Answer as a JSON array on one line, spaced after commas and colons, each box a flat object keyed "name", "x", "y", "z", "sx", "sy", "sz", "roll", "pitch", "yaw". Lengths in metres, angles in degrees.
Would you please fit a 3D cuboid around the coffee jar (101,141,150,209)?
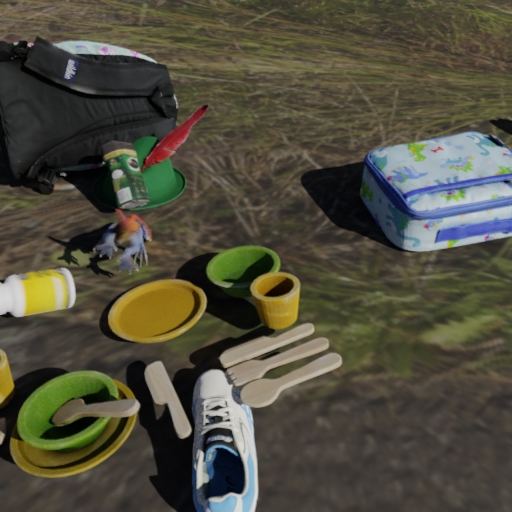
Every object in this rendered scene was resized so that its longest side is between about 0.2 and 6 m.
[{"name": "coffee jar", "x": -2.510, "y": -1.562, "z": 10.720, "sx": 0.541, "sy": 1.269, "sz": 0.662, "roll": -18, "pitch": -4, "yaw": 24}]

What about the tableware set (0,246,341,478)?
[{"name": "tableware set", "x": -1.545, "y": 1.134, "z": 7.685, "sx": 4.865, "sy": 0.747, "sz": 3.277, "roll": -19, "pitch": 33, "yaw": -16}]

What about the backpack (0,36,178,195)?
[{"name": "backpack", "x": -3.583, "y": -3.278, "z": 11.900, "sx": 3.663, "sy": 3.057, "sz": 2.319, "roll": -15, "pitch": 37, "yaw": -26}]

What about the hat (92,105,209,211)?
[{"name": "hat", "x": -2.293, "y": -2.221, "z": 11.185, "sx": 2.210, "sy": 1.946, "sz": 1.831, "roll": -20, "pitch": 45, "yaw": -24}]

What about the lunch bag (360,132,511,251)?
[{"name": "lunch bag", "x": 3.675, "y": -1.235, "z": 10.597, "sx": 2.965, "sy": 1.222, "sz": 2.383, "roll": -9, "pitch": 43, "yaw": -10}]

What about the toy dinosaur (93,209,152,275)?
[{"name": "toy dinosaur", "x": -2.054, "y": -0.385, "z": 9.447, "sx": 0.918, "sy": 1.749, "sz": 1.587, "roll": 29, "pitch": 36, "yaw": -13}]

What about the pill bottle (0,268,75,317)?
[{"name": "pill bottle", "x": -3.432, "y": 0.576, "z": 8.537, "sx": 1.159, "sy": 0.645, "sz": 0.645, "roll": -10, "pitch": 37, "yaw": -36}]

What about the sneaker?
[{"name": "sneaker", "x": -0.397, "y": 2.161, "z": 6.686, "sx": 0.792, "sy": 0.799, "sz": 2.204, "roll": -6, "pitch": 37, "yaw": -6}]
